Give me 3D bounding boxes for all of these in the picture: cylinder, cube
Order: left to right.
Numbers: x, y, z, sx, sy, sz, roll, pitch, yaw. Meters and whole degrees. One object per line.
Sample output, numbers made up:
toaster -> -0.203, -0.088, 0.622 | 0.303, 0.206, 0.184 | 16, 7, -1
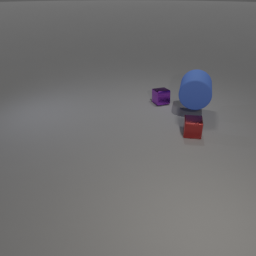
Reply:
cube -> 1.656, -1.594, 14.048 | 0.700, 0.700, 0.700 | -10, 24, -18
cube -> 2.587, -0.047, 11.175 | 0.700, 0.700, 0.700 | 4, 32, 8
cylinder -> 3.021, -1.722, 12.499 | 1.400, 1.400, 1.400 | 7, 32, 12
